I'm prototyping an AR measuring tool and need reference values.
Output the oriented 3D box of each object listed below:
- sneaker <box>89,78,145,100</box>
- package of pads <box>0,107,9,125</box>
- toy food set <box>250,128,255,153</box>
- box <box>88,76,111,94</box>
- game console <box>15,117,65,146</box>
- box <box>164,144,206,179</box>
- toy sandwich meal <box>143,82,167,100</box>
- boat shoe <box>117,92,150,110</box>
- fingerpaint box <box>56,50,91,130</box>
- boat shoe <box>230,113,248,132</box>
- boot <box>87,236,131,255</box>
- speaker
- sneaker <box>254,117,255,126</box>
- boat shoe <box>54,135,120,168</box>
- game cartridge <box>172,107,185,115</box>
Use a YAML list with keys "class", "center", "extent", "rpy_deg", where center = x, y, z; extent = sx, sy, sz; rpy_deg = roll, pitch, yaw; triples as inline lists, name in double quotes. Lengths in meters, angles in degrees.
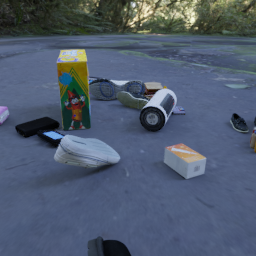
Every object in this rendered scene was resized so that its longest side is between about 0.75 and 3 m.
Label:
- class: "sneaker"
  center: [-0.575, -1.859, 13.590]
  extent: [2.734, 1.018, 1.191]
  rpy_deg: [2, 9, -7]
- class: "package of pads"
  center: [-5.311, -0.469, 10.544]
  extent: [1.378, 0.521, 0.830]
  rpy_deg: [0, 23, 1]
- class: "toy food set"
  center: [4.203, 0.287, 8.700]
  extent: [1.272, 0.572, 0.607]
  rpy_deg: [-17, 28, -34]
- class: "box"
  center: [-2.176, -2.346, 15.133]
  extent: [1.602, 0.404, 2.240]
  rpy_deg: [12, 25, 26]
- class: "game console"
  center: [-2.716, 0.122, 9.484]
  extent: [2.242, 0.270, 1.322]
  rpy_deg: [21, 31, 39]
- class: "box"
  center: [1.495, 0.858, 7.457]
  extent: [0.611, 0.479, 0.982]
  rpy_deg: [-11, 25, -27]
- class: "toy sandwich meal"
  center: [1.352, -1.784, 13.595]
  extent: [1.631, 0.559, 1.631]
  rpy_deg: [0, 23, 0]
- class: "boat shoe"
  center: [0.322, -1.239, 12.225]
  extent: [1.717, 0.642, 0.569]
  rpy_deg: [16, 27, 30]
- class: "fingerpaint box"
  center: [-2.028, -1.600, 10.779]
  extent: [1.067, 2.428, 2.910]
  rpy_deg: [-4, 23, -9]
- class: "boat shoe"
  center: [4.032, -0.221, 10.124]
  extent: [0.446, 0.395, 1.192]
  rpy_deg: [2, 23, 5]
- class: "boot"
  center: [0.778, 2.248, 3.379]
  extent: [2.075, 1.044, 2.775]
  rpy_deg: [-16, 38, -18]
- class: "speaker"
  center: [1.191, -0.744, 10.646]
  extent: [0.973, 0.973, 2.397]
  rpy_deg: [7, 24, 17]
- class: "sneaker"
  center: [5.228, -0.172, 9.501]
  extent: [1.203, 1.041, 2.664]
  rpy_deg: [19, 22, -2]
- class: "boat shoe"
  center: [-1.048, 0.684, 7.211]
  extent: [2.029, 0.678, 0.746]
  rpy_deg: [25, 20, -49]
- class: "game cartridge"
  center: [2.084, -0.734, 11.686]
  extent: [0.505, 0.150, 0.779]
  rpy_deg: [-5, 23, 0]
